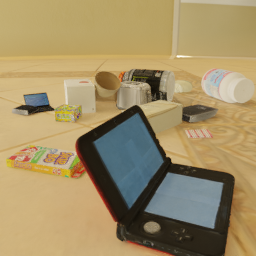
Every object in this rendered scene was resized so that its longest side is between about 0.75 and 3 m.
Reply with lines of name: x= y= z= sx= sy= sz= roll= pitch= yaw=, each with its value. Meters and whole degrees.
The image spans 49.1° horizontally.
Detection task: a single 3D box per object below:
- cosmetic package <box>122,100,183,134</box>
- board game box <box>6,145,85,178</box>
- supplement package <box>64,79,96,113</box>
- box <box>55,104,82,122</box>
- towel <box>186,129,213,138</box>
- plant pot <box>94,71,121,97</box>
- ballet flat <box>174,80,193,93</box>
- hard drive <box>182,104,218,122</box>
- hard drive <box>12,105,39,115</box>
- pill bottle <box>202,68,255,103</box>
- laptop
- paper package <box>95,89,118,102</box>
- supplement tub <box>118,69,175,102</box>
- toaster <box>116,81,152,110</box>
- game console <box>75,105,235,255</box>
cosmetic package: x=0.921 y=-0.389 z=10.272 sx=1.155 sy=0.816 sz=2.232 roll=15 pitch=25 yaw=39
board game box: x=-2.027 y=0.860 z=7.401 sx=2.100 sy=0.315 sz=1.003 roll=9 pitch=21 yaw=17
supplement package: x=-2.252 y=-1.521 z=12.976 sx=1.254 sy=1.239 sz=2.069 roll=-5 pitch=19 yaw=-14
box: x=-2.406 y=-0.614 z=11.379 sx=0.825 sy=0.523 sz=0.857 roll=3 pitch=18 yaw=11
towel: x=2.427 y=0.209 z=9.594 sx=0.832 sy=0.124 sz=0.609 roll=-2 pitch=18 yaw=2
plant pot: x=-0.997 y=-1.835 z=12.490 sx=1.183 sy=0.794 sz=1.183 roll=12 pitch=49 yaw=-14
ballet flat: x=2.758 y=-2.461 z=16.829 sx=0.819 sy=0.819 sz=2.359 roll=-15 pitch=22 yaw=-38
hard drive: x=2.788 y=-0.628 z=11.663 sx=1.762 sy=0.373 sz=1.189 roll=-14 pitch=23 yaw=-36
hard drive: x=-4.532 y=-0.806 z=12.313 sx=1.048 sy=0.222 sz=0.707 roll=8 pitch=28 yaw=30
pill bottle: x=5.095 y=-2.156 z=14.387 sx=1.530 sy=1.530 sz=2.813 roll=-5 pitch=18 yaw=-14
laptop: x=-4.086 y=-1.172 z=12.876 sx=1.108 sy=0.646 sz=1.251 roll=-12 pitch=22 yaw=-29
paper package: x=-1.062 y=-1.792 z=14.717 sx=1.209 sy=0.656 sz=1.268 roll=3 pitch=18 yaw=10
supplement tub: x=0.918 y=-2.147 z=14.231 sx=2.694 sy=1.650 sz=1.650 roll=8 pitch=20 yaw=21
toaster: x=0.231 y=-1.445 z=12.788 sx=1.880 sy=1.215 sz=1.069 roll=15 pitch=22 yaw=37
game console: x=0.785 y=0.740 z=5.447 sx=2.488 sy=1.714 sz=2.887 roll=8 pitch=20 yaw=22
